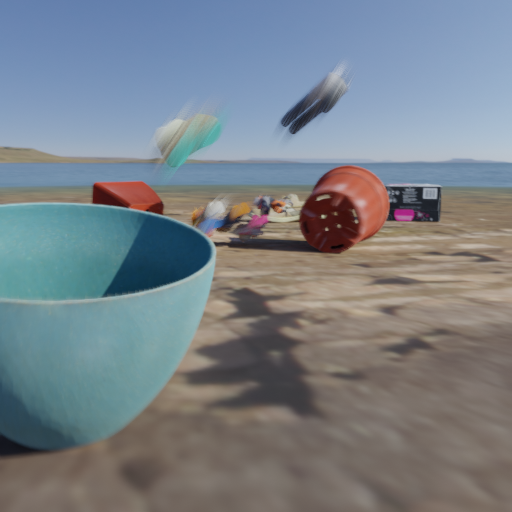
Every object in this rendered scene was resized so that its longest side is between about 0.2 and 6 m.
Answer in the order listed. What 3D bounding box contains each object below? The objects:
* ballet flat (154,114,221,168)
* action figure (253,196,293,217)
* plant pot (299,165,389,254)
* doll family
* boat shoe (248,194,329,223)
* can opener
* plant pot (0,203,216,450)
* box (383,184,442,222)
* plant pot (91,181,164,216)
[{"bbox_3d":[-1.051,-1.653,7.834,0.609,0.548,1.617,21,32,11],"label":"ballet flat"},{"bbox_3d":[0.284,-0.964,10.824,0.715,0.386,0.739,13,-16,-9],"label":"action figure"},{"bbox_3d":[1.587,-0.803,10.569,1.590,1.590,1.547,4,18,21],"label":"plant pot"},{"bbox_3d":[-0.656,-0.675,10.852,1.705,0.768,1.058,-6,-18,-30],"label":"doll family"},{"bbox_3d":[0.982,-1.357,15.783,2.430,0.789,0.876,0,9,0],"label":"boat shoe"},{"bbox_3d":[0.944,-2.548,9.649,1.546,0.412,0.517,-32,24,49],"label":"can opener"},{"bbox_3d":[-1.114,0.429,3.281,1.661,1.119,1.661,6,19,-2],"label":"plant pot"},{"bbox_3d":[4.458,-1.547,16.143,1.592,1.052,0.913,2,9,12],"label":"box"},{"bbox_3d":[-2.557,-0.798,11.473,1.082,1.226,1.227,24,23,40],"label":"plant pot"}]
